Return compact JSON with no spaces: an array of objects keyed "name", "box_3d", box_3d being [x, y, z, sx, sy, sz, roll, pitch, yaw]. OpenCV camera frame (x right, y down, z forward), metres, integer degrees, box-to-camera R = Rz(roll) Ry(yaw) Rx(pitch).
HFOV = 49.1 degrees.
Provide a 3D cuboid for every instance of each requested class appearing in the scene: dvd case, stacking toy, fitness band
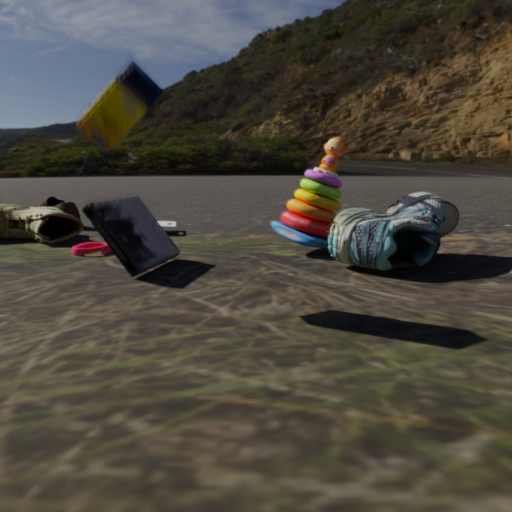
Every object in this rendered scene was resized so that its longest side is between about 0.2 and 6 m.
[{"name":"dvd case","box_3d":[-2.033,-0.383,9.408,0.218,1.324,1.761,-37,-1,16]},{"name":"stacking toy","box_3d":[1.240,-1.240,10.720,1.225,2.111,1.159,27,14,36]},{"name":"fitness band","box_3d":[-3.180,-0.137,10.958,0.687,0.179,0.956,-1,9,9]}]

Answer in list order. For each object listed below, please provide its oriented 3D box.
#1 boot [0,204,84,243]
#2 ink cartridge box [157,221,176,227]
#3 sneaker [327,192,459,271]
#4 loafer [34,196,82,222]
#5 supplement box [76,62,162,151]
[{"name":"boot","box_3d":[-5.048,-0.673,12.271,2.152,0.775,1.664,-6,14,-34]},{"name":"ink cartridge box","box_3d":[-2.627,-0.670,13.615,1.312,0.374,1.067,7,9,-9]},{"name":"sneaker","box_3d":[2.723,-0.273,9.760,3.079,1.195,1.329,-16,30,-35]},{"name":"loafer","box_3d":[-5.387,-1.208,15.018,2.243,0.796,0.819,8,13,38]},{"name":"supplement box","box_3d":[-1.812,-1.970,7.430,0.999,0.547,0.544,-35,24,32]}]
